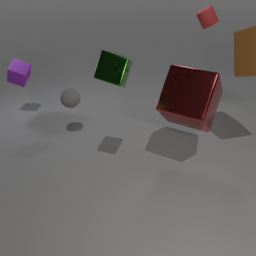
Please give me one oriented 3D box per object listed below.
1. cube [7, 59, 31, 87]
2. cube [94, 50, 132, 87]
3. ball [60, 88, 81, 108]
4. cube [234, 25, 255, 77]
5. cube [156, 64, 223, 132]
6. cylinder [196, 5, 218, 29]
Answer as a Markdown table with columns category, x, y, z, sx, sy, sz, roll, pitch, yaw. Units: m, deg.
| category | x | y | z | sx | sy | sz | roll | pitch | yaw |
| --- | --- | --- | --- | --- | --- | --- | --- | --- | --- |
| cube | -4.344 | -2.195 | 11.177 | 0.700 | 0.700 | 0.700 | 19 | 50 | -12 |
| cube | -0.360 | -1.467 | 7.031 | 0.700 | 0.700 | 0.700 | 19 | 8 | 6 |
| ball | -2.021 | -1.052 | 9.825 | 0.700 | 0.700 | 0.700 | 0 | 29 | 0 |
| cube | 4.162 | -2.291 | 8.303 | 1.400 | 1.400 | 1.400 | -7 | 10 | -16 |
| cube | 1.834 | -0.838 | 8.205 | 1.400 | 1.400 | 1.400 | 17 | -6 | 25 |
| cylinder | 3.299 | -4.613 | 11.655 | 0.700 | 0.700 | 0.700 | -29 | 19 | 11 |
